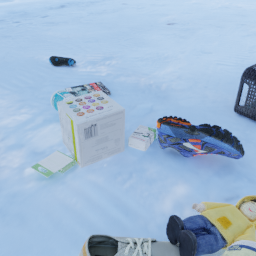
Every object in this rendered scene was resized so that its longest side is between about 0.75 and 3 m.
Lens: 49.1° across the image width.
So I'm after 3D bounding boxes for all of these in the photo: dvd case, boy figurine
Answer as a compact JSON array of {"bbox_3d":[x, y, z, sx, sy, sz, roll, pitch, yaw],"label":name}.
[{"bbox_3d":[-1.915,-1.724,13.259,1.870,0.206,1.365,-14,36,-23],"label":"dvd case"},{"bbox_3d":[2.258,2.246,6.389,2.656,0.856,1.651,-7,30,-23],"label":"boy figurine"}]

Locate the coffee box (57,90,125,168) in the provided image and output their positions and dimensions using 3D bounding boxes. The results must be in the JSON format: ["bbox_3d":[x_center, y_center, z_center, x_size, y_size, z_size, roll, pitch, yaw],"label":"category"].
[{"bbox_3d":[-1.214,-0.036,9.324,1.671,1.674,1.655,-19,38,-26],"label":"coffee box"}]

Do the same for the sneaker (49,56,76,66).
[{"bbox_3d":[-3.803,-3.858,16.320,1.588,0.581,0.650,10,16,8],"label":"sneaker"}]

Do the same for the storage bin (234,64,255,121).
[{"bbox_3d":[5.876,-1.622,11.460,2.955,1.998,1.386,-24,40,-32],"label":"storage bin"}]

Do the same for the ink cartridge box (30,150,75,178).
[{"bbox_3d":[-2.333,1.181,8.759,0.814,0.268,1.119,22,39,29],"label":"ink cartridge box"}]

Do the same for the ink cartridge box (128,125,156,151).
[{"bbox_3d":[0.514,0.342,9.927,0.683,0.394,0.935,16,36,22],"label":"ink cartridge box"}]

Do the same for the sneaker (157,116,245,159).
[{"bbox_3d":[2.263,0.457,9.055,2.860,1.122,1.077,17,29,20],"label":"sneaker"}]

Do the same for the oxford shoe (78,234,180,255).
[{"bbox_3d":[0.204,2.726,5.993,2.581,0.745,0.970,3,30,0],"label":"oxford shoe"}]

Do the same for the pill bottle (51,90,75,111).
[{"bbox_3d":[-2.399,-0.919,11.102,0.891,0.891,1.608,-20,31,-27],"label":"pill bottle"}]

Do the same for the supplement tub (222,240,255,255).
[{"bbox_3d":[1.882,3.097,4.747,2.018,1.463,1.463,-27,42,-35],"label":"supplement tub"}]
